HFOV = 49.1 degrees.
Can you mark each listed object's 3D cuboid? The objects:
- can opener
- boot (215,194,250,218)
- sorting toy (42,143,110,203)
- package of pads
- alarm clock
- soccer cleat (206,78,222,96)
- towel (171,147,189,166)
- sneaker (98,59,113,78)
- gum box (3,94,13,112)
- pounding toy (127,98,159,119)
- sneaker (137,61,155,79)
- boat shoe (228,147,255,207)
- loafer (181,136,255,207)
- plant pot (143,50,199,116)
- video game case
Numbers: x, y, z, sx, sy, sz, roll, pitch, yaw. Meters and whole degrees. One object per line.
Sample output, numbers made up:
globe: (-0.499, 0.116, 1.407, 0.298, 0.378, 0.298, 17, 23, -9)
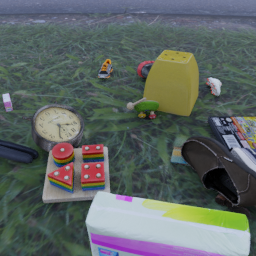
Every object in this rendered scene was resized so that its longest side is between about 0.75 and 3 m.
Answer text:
can opener: (-4.120, 0.604, 9.011, 2.541, 0.999, 0.806, 21, 31, 12)
boot: (3.011, 1.853, 7.607, 0.973, 0.335, 1.044, 28, 39, 32)
sorting toy: (-1.474, 1.148, 8.104, 1.820, 0.637, 1.831, -3, 43, -5)
package of pads: (0.663, 2.365, 5.288, 2.716, 2.098, 0.926, 7, 37, 12)
alarm clock: (-2.191, 0.199, 9.388, 2.527, 0.841, 1.705, 41, 50, 19)
soccer cleat: (4.078, -1.949, 12.925, 0.590, 0.527, 1.522, 1, 32, -1)
towel: (1.736, 0.916, 9.141, 0.603, 0.089, 0.822, 9, 34, 11)
sneaker: (-1.174, -3.019, 14.392, 0.598, 0.590, 1.529, 6, 37, 5)
gum box: (-5.030, -1.078, 11.697, 0.259, 0.445, 0.784, -14, 37, -19)
pounding toy: (0.656, -0.667, 10.913, 1.000, 0.601, 1.295, -13, -16, 36)
sneaker: (1.820, -2.935, 13.975, 2.600, 0.919, 1.270, -16, 37, -18)
boat shoe: (3.828, 1.394, 7.728, 1.139, 0.917, 2.457, -3, 40, -14)
loafer: (2.370, 1.091, 7.713, 1.046, 1.070, 2.932, -8, 26, -29)
plant pot: (1.877, -2.018, 11.623, 2.042, 2.088, 2.028, 14, 37, 18)
video game case: (4.114, 0.246, 9.894, 1.999, 0.282, 2.212, -1, 33, -3)
